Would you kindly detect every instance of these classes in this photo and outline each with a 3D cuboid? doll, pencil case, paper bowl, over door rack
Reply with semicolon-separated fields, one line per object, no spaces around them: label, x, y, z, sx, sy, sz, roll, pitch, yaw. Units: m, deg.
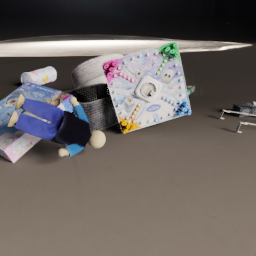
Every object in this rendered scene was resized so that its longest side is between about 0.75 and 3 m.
doll;-1.897;-0.097;8.211;2.803;1.913;0.679;23;-29;-22
pencil case;-5.718;-3.308;18.069;1.085;0.994;2.392;24;30;18
paper bowl;-1.288;-2.422;14.270;2.989;1.554;2.989;-18;-6;-2
over door rack;5.275;-0.491;11.594;2.320;0.773;1.714;-3;22;-6

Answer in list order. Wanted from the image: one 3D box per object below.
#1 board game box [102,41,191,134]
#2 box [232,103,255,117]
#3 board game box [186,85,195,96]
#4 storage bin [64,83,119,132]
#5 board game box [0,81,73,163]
board game box;0.761;-1.390;10.200;2.786;2.787;0.360;-16;20;-1
box;5.327;-0.829;12.781;0.868;0.465;0.645;-5;23;-11
board game box;2.399;-2.276;16.419;2.625;0.370;1.775;11;25;25
storage bin;-1.399;-0.904;11.854;1.932;1.340;2.857;18;27;37
board game box;-3.833;-0.410;10.093;2.967;0.644;2.953;18;54;37
